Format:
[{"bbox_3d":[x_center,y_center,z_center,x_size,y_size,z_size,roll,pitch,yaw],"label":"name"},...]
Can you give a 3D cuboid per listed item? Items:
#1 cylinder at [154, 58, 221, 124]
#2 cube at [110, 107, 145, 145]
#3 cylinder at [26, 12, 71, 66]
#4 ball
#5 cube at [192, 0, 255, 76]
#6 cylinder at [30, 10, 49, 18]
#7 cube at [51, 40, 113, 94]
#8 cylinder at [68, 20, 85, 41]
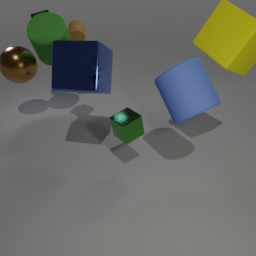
[{"bbox_3d":[1.660,-1.028,7.892,1.400,1.400,1.400,-25,-2,-1],"label":"cylinder"},{"bbox_3d":[-0.023,-0.070,8.341,0.700,0.700,0.700,-31,41,-23],"label":"cube"},{"bbox_3d":[-2.865,-3.270,10.408,1.400,1.400,1.400,0,71,0],"label":"cylinder"},{"bbox_3d":[-4.178,-2.410,10.680,1.400,1.400,1.400,0,31,0],"label":"ball"},{"bbox_3d":[3.035,-2.541,8.036,1.400,1.400,1.400,0,42,-47],"label":"cube"},{"bbox_3d":[-3.319,-4.147,10.874,0.700,0.700,0.700,-21,35,-10],"label":"cylinder"},{"bbox_3d":[-1.330,-1.771,8.404,1.400,1.400,1.400,4,6,12],"label":"cube"},{"bbox_3d":[-2.090,-3.887,11.410,0.700,0.700,0.700,-3,53,-6],"label":"cylinder"}]
